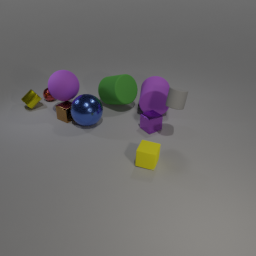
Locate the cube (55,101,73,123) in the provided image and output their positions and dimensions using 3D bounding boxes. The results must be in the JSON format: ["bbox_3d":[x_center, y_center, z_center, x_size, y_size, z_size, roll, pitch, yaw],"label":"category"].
[{"bbox_3d":[-2.784,-0.749,12.773,0.700,0.700,0.700,21,37,32],"label":"cube"}]

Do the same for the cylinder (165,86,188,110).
[{"bbox_3d":[1.800,-1.106,10.328,0.700,0.700,0.700,10,19,-4],"label":"cylinder"}]

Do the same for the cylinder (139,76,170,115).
[{"bbox_3d":[1.267,-1.511,13.182,1.400,1.400,1.400,3,38,6],"label":"cylinder"}]

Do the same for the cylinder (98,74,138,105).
[{"bbox_3d":[-0.497,-1.842,13.553,1.400,1.400,1.400,-26,19,-36],"label":"cylinder"}]

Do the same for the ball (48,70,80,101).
[{"bbox_3d":[-2.904,-1.916,12.676,1.400,1.400,1.400,0,31,0],"label":"ball"}]

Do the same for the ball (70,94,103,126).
[{"bbox_3d":[-1.786,-0.777,12.138,1.400,1.400,1.400,0,31,0],"label":"ball"}]

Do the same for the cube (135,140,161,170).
[{"bbox_3d":[0.702,0.944,9.857,0.700,0.700,0.700,13,34,14],"label":"cube"}]

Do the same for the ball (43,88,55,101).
[{"bbox_3d":[-4.030,-1.748,14.461,0.700,0.700,0.700,0,31,0],"label":"ball"}]

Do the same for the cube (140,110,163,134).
[{"bbox_3d":[0.986,-0.266,11.955,0.700,0.700,0.700,-19,36,-29],"label":"cube"}]

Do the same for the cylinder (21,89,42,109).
[{"bbox_3d":[-4.698,-1.412,13.640,0.700,0.700,0.700,-47,44,-6],"label":"cylinder"}]
